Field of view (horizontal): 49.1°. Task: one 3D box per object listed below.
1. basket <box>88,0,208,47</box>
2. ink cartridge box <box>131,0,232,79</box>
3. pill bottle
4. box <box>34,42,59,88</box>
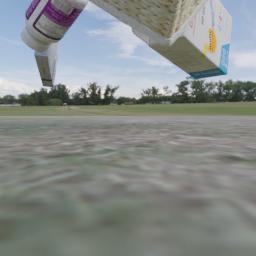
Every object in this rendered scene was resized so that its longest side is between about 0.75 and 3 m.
[{"bbox_3d":[0.383,-2.621,3.914,1.924,1.906,1.547,34,-15,11],"label":"basket"},{"bbox_3d":[1.323,-2.277,6.165,0.915,1.553,2.698,-1,-12,41],"label":"ink cartridge box"},{"bbox_3d":[-1.780,-2.640,6.534,1.768,0.992,0.992,-39,-21,33],"label":"pill bottle"},{"bbox_3d":[-2.400,-2.313,8.426,0.402,1.523,1.953,5,-17,-10],"label":"box"}]
